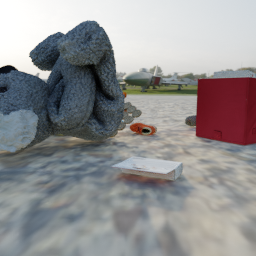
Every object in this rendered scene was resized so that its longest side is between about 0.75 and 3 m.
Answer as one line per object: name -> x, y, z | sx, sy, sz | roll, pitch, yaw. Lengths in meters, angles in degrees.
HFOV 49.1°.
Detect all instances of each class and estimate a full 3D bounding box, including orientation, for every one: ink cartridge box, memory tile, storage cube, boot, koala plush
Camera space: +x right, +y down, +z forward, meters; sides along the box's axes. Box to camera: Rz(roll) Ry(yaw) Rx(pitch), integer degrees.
ink cartridge box -> 0.287, 0.612, 4.091 | 0.846, 0.189, 0.745 | 4, 8, 27
memory tile -> -0.212, -0.241, 7.551 | 1.106, 0.093, 0.847 | -39, 40, -9
storage cube -> 2.739, -0.499, 7.087 | 1.455, 1.530, 1.702 | -6, 11, -33
boot -> 0.356, 0.022, 7.745 | 0.806, 0.302, 0.432 | 6, 11, 27
koala plush -> -1.801, -0.463, 5.894 | 2.902, 2.667, 2.574 | -29, 23, -28

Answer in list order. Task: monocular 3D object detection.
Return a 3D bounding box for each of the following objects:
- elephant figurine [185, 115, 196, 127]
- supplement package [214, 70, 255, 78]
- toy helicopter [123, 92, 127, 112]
elephant figurine -> 3.324, -0.702, 9.140 | 2.340, 1.655, 1.815 | -13, -31, 43
supplement package -> 4.721, -1.512, 12.454 | 1.488, 1.935, 2.024 | 5, 10, 29
toy helicopter -> -1.222, -1.035, 13.000 | 1.638, 0.977, 2.476 | 11, 24, 30
